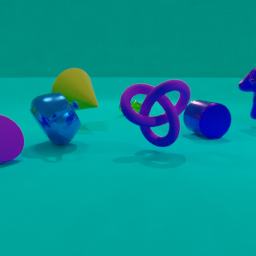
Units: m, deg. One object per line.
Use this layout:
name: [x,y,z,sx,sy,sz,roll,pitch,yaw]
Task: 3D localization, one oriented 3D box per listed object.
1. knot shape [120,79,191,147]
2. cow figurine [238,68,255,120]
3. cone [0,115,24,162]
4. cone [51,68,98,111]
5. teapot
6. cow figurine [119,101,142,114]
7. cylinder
knot shape: [0.651,-0.414,5.491,1.310,1.400,0.647,-37,8,8]
cow figurine: [3.974,-0.924,7.909,1.667,1.640,0.915,27,57,31]
cone: [-2.560,0.348,5.178,0.916,0.912,0.912,-31,-10,37]
cone: [-1.230,-0.841,7.896,1.344,1.344,1.349,-10,31,-41]
teapot: [-1.516,-0.255,6.168,0.944,1.199,1.929,-36,6,-16]
cow figurine: [0.218,-0.722,10.340,1.083,0.595,1.066,12,0,-14]
cylinder: [1.964,-0.233,7.021,0.876,0.876,0.876,-3,12,-15]
